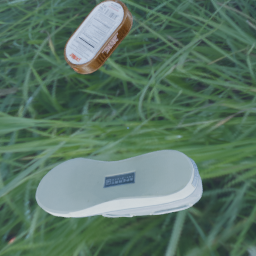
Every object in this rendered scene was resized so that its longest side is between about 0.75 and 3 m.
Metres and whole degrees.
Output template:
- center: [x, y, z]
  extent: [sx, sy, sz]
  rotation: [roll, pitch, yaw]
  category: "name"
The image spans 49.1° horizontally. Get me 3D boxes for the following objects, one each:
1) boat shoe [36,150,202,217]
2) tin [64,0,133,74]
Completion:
- center: [-0.150, 0.832, 3.555]
  extent: [2.205, 0.785, 0.769]
  rotation: [-11, 50, 24]
  category: "boat shoe"
- center: [-0.646, -1.932, 5.871]
  extent: [0.964, 0.360, 1.721]
  rotation: [39, 91, 31]
  category: "tin"
